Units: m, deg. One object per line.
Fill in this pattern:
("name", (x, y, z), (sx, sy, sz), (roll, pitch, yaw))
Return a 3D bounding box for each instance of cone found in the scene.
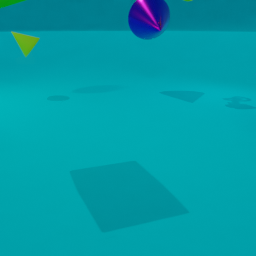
("cone", (-3.717, -3.096, 9.841), (0.855, 0.852, 0.852), (36, 6, -26))
("cone", (0.944, -3.695, 9.939), (1.634, 1.634, 1.640), (-4, 36, -10))

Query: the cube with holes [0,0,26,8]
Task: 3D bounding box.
("cube with holes", (-1.913, -2.750, 4.061), (1.258, 1.258, 1.258), (-26, 64, -15))
